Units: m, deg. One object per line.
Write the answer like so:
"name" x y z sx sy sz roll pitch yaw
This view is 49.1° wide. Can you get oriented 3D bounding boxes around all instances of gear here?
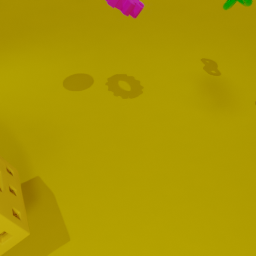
"gear" -0.305 -2.785 5.640 1.400 0.259 1.400 30 31 -21

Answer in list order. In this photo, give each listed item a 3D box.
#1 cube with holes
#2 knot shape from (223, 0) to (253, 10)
"cube with holes" -2.099 0.867 3.208 1.217 1.217 1.217 -36 39 -5
"knot shape" 2.742 -3.451 7.034 0.554 1.122 1.199 0 74 -1
